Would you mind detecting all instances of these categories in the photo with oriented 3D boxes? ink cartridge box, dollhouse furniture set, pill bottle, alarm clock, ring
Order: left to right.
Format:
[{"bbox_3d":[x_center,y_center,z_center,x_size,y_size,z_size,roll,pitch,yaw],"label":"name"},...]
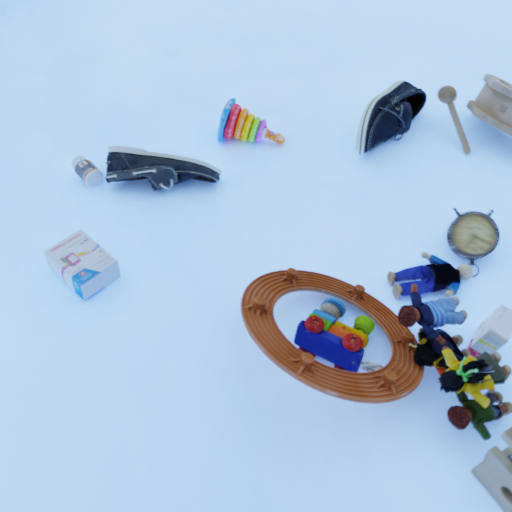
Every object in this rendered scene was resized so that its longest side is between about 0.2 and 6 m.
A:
[{"bbox_3d":[-2.915,0.132,9.385,1.051,0.445,0.760,35,55,27],"label":"ink cartridge box"},{"bbox_3d":[-3.307,-1.657,10.931,0.383,0.383,0.659,-32,58,-24],"label":"pill bottle"},{"bbox_3d":[1.136,0.983,8.058,2.797,0.268,2.797,14,30,-8],"label":"ring"},{"bbox_3d":[3.703,-0.218,9.621,0.806,0.398,1.195,5,77,7],"label":"alarm clock"},{"bbox_3d":[3.504,1.158,8.316,0.318,0.764,0.554,33,57,12],"label":"ink cartridge box"},{"bbox_3d":[3.876,2.371,6.382,1.565,2.221,1.556,-24,54,-19],"label":"dollhouse furniture set"}]

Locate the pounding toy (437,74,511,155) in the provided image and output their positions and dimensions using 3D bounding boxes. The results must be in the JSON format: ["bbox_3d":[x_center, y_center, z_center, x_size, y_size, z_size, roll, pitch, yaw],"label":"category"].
[{"bbox_3d":[5.043,-2.796,11.702,2.649,1.520,1.515,34,30,14],"label":"pounding toy"}]

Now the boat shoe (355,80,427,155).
[{"bbox_3d":[2.802,-2.878,11.609,0.788,0.944,2.530,24,49,25],"label":"boat shoe"}]

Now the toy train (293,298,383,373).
[{"bbox_3d":[1.523,1.285,8.352,1.715,0.726,0.992,24,41,19],"label":"toy train"}]

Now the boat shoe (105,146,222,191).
[{"bbox_3d":[-1.780,-1.590,10.786,2.228,0.800,0.753,7,87,-2],"label":"boat shoe"}]

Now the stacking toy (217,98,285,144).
[{"bbox_3d":[-0.054,-2.629,11.628,1.403,0.770,0.814,20,49,1],"label":"stacking toy"}]

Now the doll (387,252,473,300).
[{"bbox_3d":[2.922,0.331,9.299,1.413,0.342,0.964,-8,50,-6],"label":"doll"}]

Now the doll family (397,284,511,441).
[{"bbox_3d":[2.713,1.405,7.804,1.285,0.872,2.223,-4,46,-33],"label":"doll family"}]
